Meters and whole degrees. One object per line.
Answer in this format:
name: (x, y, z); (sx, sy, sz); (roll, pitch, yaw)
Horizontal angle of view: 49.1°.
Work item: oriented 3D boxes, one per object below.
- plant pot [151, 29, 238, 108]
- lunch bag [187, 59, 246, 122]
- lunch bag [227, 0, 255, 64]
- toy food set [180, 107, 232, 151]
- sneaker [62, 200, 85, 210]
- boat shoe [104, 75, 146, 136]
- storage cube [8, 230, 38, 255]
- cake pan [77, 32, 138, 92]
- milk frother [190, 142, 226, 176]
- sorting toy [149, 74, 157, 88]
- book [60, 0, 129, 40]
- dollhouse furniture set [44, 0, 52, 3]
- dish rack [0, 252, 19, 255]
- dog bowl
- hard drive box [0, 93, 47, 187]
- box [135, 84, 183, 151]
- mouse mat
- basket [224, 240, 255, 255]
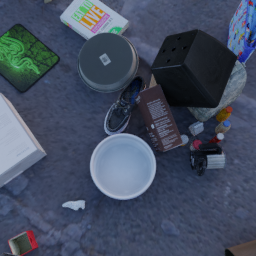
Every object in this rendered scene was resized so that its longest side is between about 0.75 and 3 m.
plant pot: (2.235, -2.270, 10.380); (2.049, 2.310, 2.304); (37, 72, -35)
lunch bag: (3.445, -1.561, 11.060); (2.234, 1.873, 1.556); (-33, 76, -10)
lunch bag: (4.792, -3.640, 11.515); (1.398, 2.237, 2.972); (21, 74, 6)
toy food set: (3.139, 0.124, 10.971); (2.339, 1.053, 1.117); (-26, 75, -8)
sneaker: (-2.032, 2.912, 10.508); (0.862, 0.321, 0.375); (-5, 78, -1)
boat shoe: (-0.090, -0.976, 11.381); (0.969, 0.918, 2.770); (33, 75, 9)
storage cube: (-3.689, 4.105, 9.922); (0.785, 0.706, 0.671); (-26, 74, -9)
cake pan: (-0.907, -2.873, 11.936); (2.678, 0.491, 2.678); (-1, 83, 6)
milk frother: (3.063, 1.304, 10.464); (1.211, 1.162, 1.288); (-3, 51, 0)
sorting toy: (2.041, -2.071, 12.058); (2.048, 0.301, 1.514); (12, 74, 4)
book: (-1.534, -4.847, 12.817); (2.625, 0.631, 1.753); (36, 78, 8)
dollhouse furniture set: (-4.487, -7.162, 12.498); (2.828, 2.859, 1.473); (-1, 67, 33)
dish rack: (-3.332, 5.278, 9.186); (2.612, 0.712, 2.003); (23, 71, -17)
dog bowl: (-0.176, 1.485, 10.603); (2.413, 0.950, 2.413); (0, 73, 1)
hard drive box: (-4.972, 0.476, 10.831); (2.236, 1.102, 2.869); (-35, 76, -10)
box: (1.149, -0.328, 10.734); (0.897, 1.198, 2.393); (-20, 88, -10)
mouse mat: (-4.814, -3.179, 12.510); (2.936, 0.111, 2.362); (40, 77, 12)
basket: (4.515, 4.535, 9.540); (1.859, 1.264, 1.676); (-20, 87, -10)
